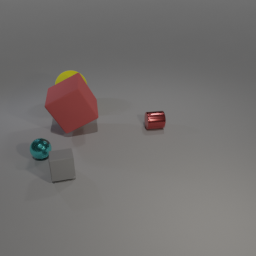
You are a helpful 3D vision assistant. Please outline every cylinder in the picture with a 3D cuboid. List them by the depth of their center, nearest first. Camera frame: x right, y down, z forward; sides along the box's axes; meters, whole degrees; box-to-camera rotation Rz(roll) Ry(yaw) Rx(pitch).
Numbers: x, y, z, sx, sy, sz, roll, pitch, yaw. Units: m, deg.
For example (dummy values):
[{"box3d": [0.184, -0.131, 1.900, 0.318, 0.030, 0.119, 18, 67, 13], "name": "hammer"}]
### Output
[{"box3d": [1.063, -0.309, 11.062, 0.700, 0.700, 0.700, -5, 29, -8], "name": "cylinder"}]

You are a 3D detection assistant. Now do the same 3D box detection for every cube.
[{"box3d": [-1.985, 1.103, 8.435, 0.700, 0.700, 0.700, -7, 22, -13], "name": "cube"}, {"box3d": [-2.067, -0.936, 10.452, 1.400, 1.400, 1.400, -26, 35, 8], "name": "cube"}]

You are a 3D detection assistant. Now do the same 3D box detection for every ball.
[{"box3d": [-2.898, 0.684, 9.297, 0.700, 0.700, 0.700, 0, 29, 0], "name": "ball"}, {"box3d": [-2.502, -1.825, 12.360, 1.400, 1.400, 1.400, 0, 29, 0], "name": "ball"}]
